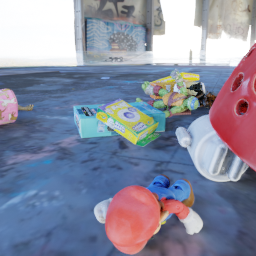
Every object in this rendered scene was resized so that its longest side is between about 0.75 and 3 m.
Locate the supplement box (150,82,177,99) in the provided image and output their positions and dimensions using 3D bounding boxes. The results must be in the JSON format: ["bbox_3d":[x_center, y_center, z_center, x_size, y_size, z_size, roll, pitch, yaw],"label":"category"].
[{"bbox_3d":[2.300,-1.878,13.848,2.328,0.801,0.775,-5,17,-12],"label":"supplement box"}]

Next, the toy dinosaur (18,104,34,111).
[{"bbox_3d":[-4.675,-0.924,11.089,2.146,0.625,1.085,20,8,33],"label":"toy dinosaur"}]

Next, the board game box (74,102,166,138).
[{"bbox_3d":[-0.333,-0.301,8.456,2.401,0.563,1.812,-5,17,-15],"label":"board game box"}]

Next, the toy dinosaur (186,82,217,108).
[{"bbox_3d":[2.906,-1.141,11.373,1.950,0.996,1.324,-10,-17,40],"label":"toy dinosaur"}]

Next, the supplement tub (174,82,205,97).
[{"bbox_3d":[2.751,-1.622,12.648,1.234,0.891,0.891,0,15,-4],"label":"supplement tub"}]

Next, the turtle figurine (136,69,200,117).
[{"bbox_3d":[1.148,-1.164,9.642,2.299,1.654,2.229,-10,14,-43],"label":"turtle figurine"}]

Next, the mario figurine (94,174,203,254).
[{"bbox_3d":[0.263,1.128,3.582,1.032,0.886,1.671,-32,-13,28],"label":"mario figurine"}]

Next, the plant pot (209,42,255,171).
[{"bbox_3d":[3.064,-0.599,4.187,2.860,2.605,2.860,16,31,-10],"label":"plant pot"}]

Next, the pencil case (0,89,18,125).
[{"bbox_3d":[-4.671,-0.493,8.199,2.659,1.101,1.150,-15,17,-41],"label":"pencil case"}]

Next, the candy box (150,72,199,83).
[{"bbox_3d":[2.277,-2.442,14.955,1.386,0.358,2.711,-6,-2,-42],"label":"candy box"}]

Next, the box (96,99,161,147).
[{"bbox_3d":[0.050,-0.143,6.809,1.485,0.359,0.871,35,39,23],"label":"box"}]

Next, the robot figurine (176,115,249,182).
[{"bbox_3d":[1.666,0.332,5.311,1.524,1.015,1.797,18,16,-3],"label":"robot figurine"}]
